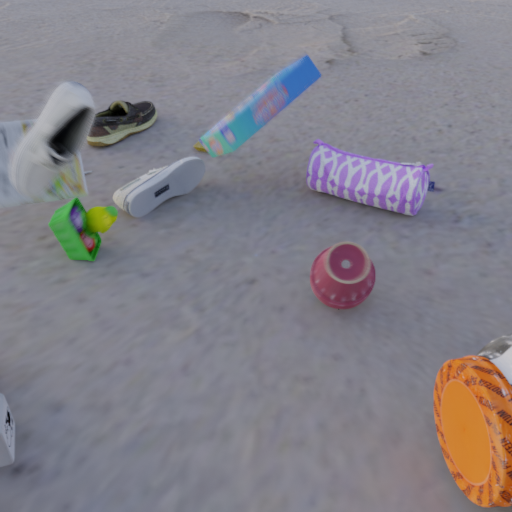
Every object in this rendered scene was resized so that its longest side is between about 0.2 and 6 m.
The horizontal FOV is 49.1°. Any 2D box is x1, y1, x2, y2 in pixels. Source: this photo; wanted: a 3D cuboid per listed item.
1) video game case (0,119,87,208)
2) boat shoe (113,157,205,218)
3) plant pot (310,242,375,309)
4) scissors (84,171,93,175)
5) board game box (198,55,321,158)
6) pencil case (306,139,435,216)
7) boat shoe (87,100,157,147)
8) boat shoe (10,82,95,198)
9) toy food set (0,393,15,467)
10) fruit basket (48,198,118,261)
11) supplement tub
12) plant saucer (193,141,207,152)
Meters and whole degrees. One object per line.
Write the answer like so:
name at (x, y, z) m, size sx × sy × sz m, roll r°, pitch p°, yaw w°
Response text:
video game case at (-3.398, -1.485, 8.682) m, size 1.313 × 0.165 × 1.442 m, roll -10°, pitch 69°, yaw -16°
boat shoe at (-1.734, -1.324, 10.028) m, size 0.653 × 0.663 × 1.871 m, roll 28°, pitch 50°, yaw 30°
plant pot at (1.160, 0.200, 7.349) m, size 0.876 × 0.784 × 0.876 m, roll -1°, pitch 72°, yaw 2°
scissors at (-3.837, -1.471, 10.666) m, size 0.510 × 0.097 × 1.394 m, roll 28°, pitch 45°, yaw 36°
board game box at (0.011, -2.615, 10.002) m, size 2.064 × 0.464 × 1.569 m, roll -42°, pitch 16°, yaw -9°
pencil case at (1.953, -1.369, 9.798) m, size 2.165 × 0.926 × 0.909 m, roll 16°, pitch 32°, yaw 23°
boat shoe at (-2.943, -3.104, 12.469) m, size 0.801 × 0.709 × 2.187 m, roll 14°, pitch 37°, yaw 19°
boat shoe at (-2.570, -1.361, 7.167) m, size 0.624 × 1.733 × 0.570 m, roll 19°, pitch 28°, yaw -49°
toy food set at (-3.124, 1.684, 4.998) m, size 1.494 × 1.408 × 3.129 m, roll -11°, pitch 36°, yaw -15°
fruit basket at (-2.527, -0.437, 8.458) m, size 0.935 × 0.935 × 0.674 m, roll 0°, pitch 37°, yaw 0°
supplement tub at (3.160, 1.447, 5.159) m, size 2.668 × 1.635 × 1.635 m, roll -4°, pitch 35°, yaw -7°
plant saucer at (-0.978, -2.328, 11.870) m, size 0.548 × 0.133 × 0.547 m, roll 12°, pitch 36°, yaw 16°
